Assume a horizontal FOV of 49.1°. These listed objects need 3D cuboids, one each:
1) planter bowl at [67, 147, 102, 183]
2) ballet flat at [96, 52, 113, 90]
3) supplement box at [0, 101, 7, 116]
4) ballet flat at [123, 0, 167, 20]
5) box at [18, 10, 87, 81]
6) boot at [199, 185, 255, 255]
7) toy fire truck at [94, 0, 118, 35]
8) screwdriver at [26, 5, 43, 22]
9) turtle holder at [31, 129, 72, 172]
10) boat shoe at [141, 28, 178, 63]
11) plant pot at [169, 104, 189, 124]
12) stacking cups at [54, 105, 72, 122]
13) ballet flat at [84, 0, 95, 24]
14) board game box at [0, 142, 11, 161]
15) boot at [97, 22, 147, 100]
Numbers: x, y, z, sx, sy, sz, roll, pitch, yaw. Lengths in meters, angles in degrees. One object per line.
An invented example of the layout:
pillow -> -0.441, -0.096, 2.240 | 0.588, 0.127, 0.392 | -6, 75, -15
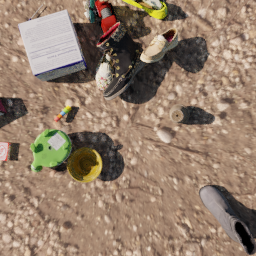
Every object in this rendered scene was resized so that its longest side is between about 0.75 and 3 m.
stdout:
planter bowl -> -1.701, 1.473, 11.276 | 1.383, 0.576, 1.383 | 0, 85, 0
ballet flat -> -0.842, -2.749, 11.527 | 0.881, 0.745, 2.330 | 13, 86, 4
supplement box -> -5.859, -0.673, 11.422 | 1.420, 0.608, 0.784 | -28, 86, -2
ballet flat -> 0.594, -5.431, 11.696 | 2.446, 0.820, 0.817 | 32, 86, 3
box -> -2.993, -3.278, 11.351 | 2.026, 1.156, 2.203 | -18, 85, -2
boot -> 3.811, 3.326, 10.555 | 0.908, 1.712, 2.601 | -39, 87, -2
toy fire truck -> -0.749, -4.657, 11.200 | 1.078, 1.676, 1.475 | -19, 85, -1
screwdriver -> -4.087, -4.761, 11.946 | 0.199, 0.191, 1.366 | 34, 89, -27
turtle holder -> -2.954, 0.955, 10.951 | 1.397, 1.305, 1.838 | 14, 86, 0
boat shoe -> 1.249, -3.296, 10.943 | 0.783, 0.735, 2.125 | 32, 56, 22
plant pot -> 1.999, -0.527, 11.130 | 0.821, 0.712, 0.821 | 2, 98, 17
stacking cups -> -2.686, -0.584, 11.500 | 0.248, 0.248, 0.819 | 43, 71, 3
ballet flat -> -1.646, -4.987, 11.919 | 0.437, 0.437, 1.215 | 0, 85, 0
board game box -> -5.359, 0.934, 11.489 | 0.989, 0.229, 0.749 | 4, 86, 0
boot -> -0.494, -2.578, 10.939 | 2.603, 0.952, 1.960 | -49, 124, -7
